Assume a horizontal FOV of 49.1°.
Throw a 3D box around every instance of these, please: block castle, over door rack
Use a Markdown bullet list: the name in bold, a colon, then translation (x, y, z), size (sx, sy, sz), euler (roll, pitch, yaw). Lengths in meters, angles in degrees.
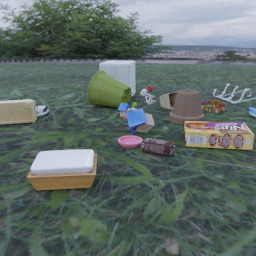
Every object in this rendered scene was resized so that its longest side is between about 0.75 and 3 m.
- **block castle**: translation (4.421, -1.170, 14.538), size (0.757, 0.531, 1.132), euler (-12, 21, -34)
- **over door rack**: translation (6.850, -2.106, 16.898), size (2.720, 0.906, 2.009), euler (-4, 19, -13)

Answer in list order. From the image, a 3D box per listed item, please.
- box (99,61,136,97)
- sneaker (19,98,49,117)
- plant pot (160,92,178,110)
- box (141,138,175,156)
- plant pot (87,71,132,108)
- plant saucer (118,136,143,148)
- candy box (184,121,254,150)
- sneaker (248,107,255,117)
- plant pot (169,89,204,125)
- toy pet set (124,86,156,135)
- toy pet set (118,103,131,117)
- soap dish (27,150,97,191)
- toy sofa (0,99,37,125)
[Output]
- **box**: translation (-0.574, -2.993, 17.106), size (1.813, 2.106, 2.116), euler (4, 19, 12)
- **sneaker**: translation (-4.821, -0.982, 13.341), size (2.085, 0.914, 0.789), euler (-8, 18, -30)
- **plant pot**: translation (2.192, -1.464, 15.119), size (0.755, 0.852, 0.853), euler (0, 13, 45)
- **box**: translation (0.984, 0.614, 9.197), size (1.005, 0.376, 0.503), euler (7, 15, 25)
- **plant pot**: translation (-0.864, -1.878, 15.122), size (1.862, 1.961, 1.961), euler (22, 25, 21)
- **plant saucer**: translation (0.080, 0.500, 9.818), size (0.853, 0.216, 0.853), euler (1, 17, 0)
- **candy box**: translation (3.154, 0.238, 9.975), size (2.209, 0.624, 1.288), euler (1, 18, 9)
- **sneaker**: translation (6.550, -0.848, 13.135), size (1.697, 0.763, 0.665), euler (8, 19, 22)
- **plant pot**: translation (2.649, -0.968, 12.531), size (1.585, 1.382, 1.585), euler (0, 19, 0)
- **toy pet set**: translation (0.228, -0.608, 11.143), size (1.004, 1.891, 1.766), euler (10, 52, -32)
- **toy pet set**: translation (0.170, -0.848, 13.392), size (1.078, 0.613, 1.155), euler (11, 20, 31)
- **soap dish**: translation (-1.628, 1.077, 7.277), size (1.621, 0.658, 1.275), euler (-1, 18, -5)
- **toy sofa**: translation (-5.251, -0.683, 12.328), size (2.307, 0.955, 1.126), euler (-5, 13, -16)
